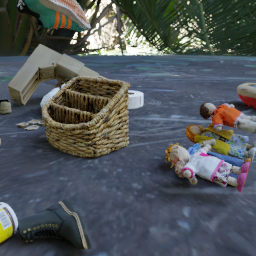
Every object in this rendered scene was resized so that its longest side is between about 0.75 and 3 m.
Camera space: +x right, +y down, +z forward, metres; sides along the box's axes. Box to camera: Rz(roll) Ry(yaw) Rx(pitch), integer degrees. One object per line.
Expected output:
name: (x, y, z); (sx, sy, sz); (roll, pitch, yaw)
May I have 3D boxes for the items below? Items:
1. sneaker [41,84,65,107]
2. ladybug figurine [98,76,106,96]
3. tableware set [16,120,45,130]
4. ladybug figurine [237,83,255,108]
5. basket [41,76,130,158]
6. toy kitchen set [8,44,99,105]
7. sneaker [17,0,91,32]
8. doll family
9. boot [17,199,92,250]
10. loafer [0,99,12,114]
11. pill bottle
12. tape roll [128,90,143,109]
sneaker: (-2.516, -0.767, 9.734); (1.021, 0.969, 2.538); (-21, 21, -1)
ladybug figurine: (-1.422, -1.967, 13.098); (1.693, 0.609, 1.149); (17, 41, -15)
tableware set: (-2.943, -0.125, 8.703); (0.781, 0.108, 0.934); (8, 19, 24)
ladybug figurine: (5.206, -1.243, 10.986); (1.572, 0.833, 2.316); (-3, 18, -10)
basket: (-1.189, -0.383, 7.006); (1.574, 1.643, 2.205); (-17, 25, -42)
toy kitchen set: (-3.073, -1.506, 11.902); (2.705, 2.207, 2.440); (26, 61, -3)
sneaker: (-2.467, -3.934, 9.603); (1.197, 1.069, 2.996); (-25, -12, 22)
doll family: (1.662, 0.478, 5.696); (1.597, 1.159, 2.572); (17, 41, 26)
boot: (-1.001, 1.373, 3.647); (0.789, 0.442, 1.141); (-15, 9, -26)
loafer: (-4.618, -0.872, 10.454); (0.518, 0.460, 1.363); (-11, 21, -31)
pill bottle: (-1.893, 1.339, 3.518); (0.483, 0.483, 0.884); (12, 21, 33)
tape roll: (-0.070, -1.163, 11.316); (1.413, 0.494, 1.413); (0, 17, 0)
